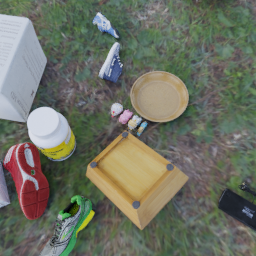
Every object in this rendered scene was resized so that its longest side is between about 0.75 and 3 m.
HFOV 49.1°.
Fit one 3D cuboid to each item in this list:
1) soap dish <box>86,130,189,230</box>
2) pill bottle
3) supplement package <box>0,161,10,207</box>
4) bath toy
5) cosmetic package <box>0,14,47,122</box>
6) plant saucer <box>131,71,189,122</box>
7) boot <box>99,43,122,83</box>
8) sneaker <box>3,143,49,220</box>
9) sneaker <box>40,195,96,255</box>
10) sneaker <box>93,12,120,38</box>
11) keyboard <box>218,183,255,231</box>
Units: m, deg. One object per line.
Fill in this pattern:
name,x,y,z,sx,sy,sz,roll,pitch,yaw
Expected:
soap dish,0.180,1.463,8.990,2.169,1.120,2.757,-43,55,-17
pill bottle,-2.520,0.218,9.299,1.254,2.230,1.254,0,67,0
supplement package,-4.820,1.661,8.756,1.172,2.113,1.646,-20,69,-8
bath toy,-0.045,-0.338,10.478,1.514,0.658,0.560,36,108,14
cosmetic package,-4.778,-2.155,10.156,2.458,2.473,2.956,10,68,3
plant saucer,1.204,-1.169,10.879,2.218,0.393,2.218,0,67,0
boot,-0.505,-2.652,11.460,0.759,0.612,1.681,23,77,2
sneaker,-3.490,1.742,9.525,0.987,1.455,2.520,-4,91,-42
sneaker,-2.011,3.085,8.651,0.890,0.972,2.282,9,57,42
sneaker,-0.935,-4.387,12.230,0.570,0.560,1.480,-44,73,8
keyboard,4.097,2.643,9.399,1.952,0.201,1.240,31,77,11
